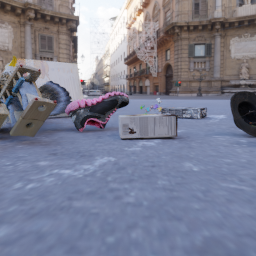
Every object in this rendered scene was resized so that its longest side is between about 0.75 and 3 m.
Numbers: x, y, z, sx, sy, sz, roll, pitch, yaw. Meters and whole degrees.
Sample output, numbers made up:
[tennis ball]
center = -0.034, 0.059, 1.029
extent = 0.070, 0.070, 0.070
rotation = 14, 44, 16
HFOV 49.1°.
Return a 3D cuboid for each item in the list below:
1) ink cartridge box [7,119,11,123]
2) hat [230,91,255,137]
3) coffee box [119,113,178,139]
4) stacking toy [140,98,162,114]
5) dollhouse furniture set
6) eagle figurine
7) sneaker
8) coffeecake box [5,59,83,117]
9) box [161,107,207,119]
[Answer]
[ink cartridge box]
center = -3.550, -0.722, 9.666
extent = 1.524, 0.654, 1.116
rotation = 3, 45, 35
[hat]
center = 2.892, -0.295, 6.896
extent = 1.201, 1.201, 0.485
rotation = -2, -19, -18
[coffee box]
center = 0.450, -0.060, 6.595
extent = 1.308, 0.522, 0.739
rotation = -2, 5, -5
[stacking toy]
center = 1.027, -0.835, 12.094
extent = 1.008, 0.237, 0.760
rotation = -22, -31, -1
[dollhouse furniture set]
center = -2.464, -0.604, 5.547
extent = 1.546, 1.084, 1.090
rotation = 7, 44, -51
[eagle figurine]
center = -3.058, -0.785, 7.440
extent = 2.235, 2.223, 2.946
rotation = 37, -3, 22
[sneaker]
center = -0.733, -0.413, 7.900
extent = 1.953, 0.932, 0.772
rotation = -18, -18, -29
[coffeecake box]
center = -3.425, -1.616, 11.846
extent = 2.882, 2.212, 1.053
rotation = -6, -5, -44
[box]
center = 2.454, -0.677, 12.146
extent = 1.691, 0.421, 1.333
rotation = 3, 8, 27
